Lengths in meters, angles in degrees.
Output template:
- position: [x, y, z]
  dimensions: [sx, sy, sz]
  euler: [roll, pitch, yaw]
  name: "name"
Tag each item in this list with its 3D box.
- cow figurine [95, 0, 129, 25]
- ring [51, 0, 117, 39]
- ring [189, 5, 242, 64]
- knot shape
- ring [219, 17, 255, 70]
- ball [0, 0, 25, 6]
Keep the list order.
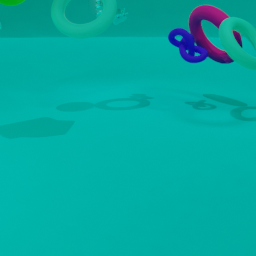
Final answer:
- position: [-0.505, -3.717, 8.715]
  dimensions: [1.021, 1.038, 0.569]
  euler: [-2, -20, -4]
  name: "cow figurine"
- position: [-1.218, -3.284, 7.718]
  dimensions: [1.837, 1.837, 0.367]
  euler: [2, -17, 6]
  name: "ring"
- position: [2.690, -2.880, 8.755]
  dimensions: [0.410, 2.051, 2.051]
  euler: [-41, 29, -6]
  name: "ring"
- position: [1.814, -2.420, 8.370]
  dimensions: [1.296, 0.599, 1.213]
  euler: [49, 24, 7]
  name: "knot shape"
- position: [3.002, -2.178, 7.200]
  dimensions: [1.593, 1.593, 0.319]
  euler: [-14, -18, -33]
  name: "ring"
- position: [-3.017, -3.686, 6.963]
  dimensions: [1.185, 1.185, 1.185]
  euler: [0, 20, 0]
  name: "ball"
